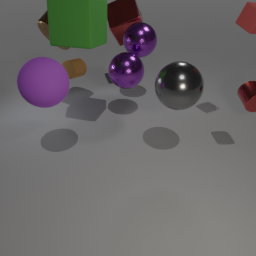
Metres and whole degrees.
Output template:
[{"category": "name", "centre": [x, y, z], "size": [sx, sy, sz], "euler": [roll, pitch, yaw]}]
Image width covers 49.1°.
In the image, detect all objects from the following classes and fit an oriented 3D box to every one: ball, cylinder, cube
[{"category": "ball", "centre": [-2.352, -1.267, 7.831], "size": [1.400, 1.400, 1.400], "euler": [0, 32, 0]}, {"category": "ball", "centre": [-0.064, -2.229, 10.891], "size": [1.400, 1.400, 1.400], "euler": [0, 32, 0]}, {"category": "cylinder", "centre": [3.801, -0.960, 8.538], "size": [0.700, 0.700, 0.700], "euler": [-3, 47, -4]}, {"category": "cube", "centre": [-0.086, -4.899, 12.787], "size": [1.400, 1.400, 1.400], "euler": [-18, 69, 13]}, {"category": "ball", "centre": [1.479, -1.218, 8.128], "size": [1.400, 1.400, 1.400], "euler": [0, 32, 0]}, {"category": "ball", "centre": [0.500, -3.635, 11.594], "size": [1.400, 1.400, 1.400], "euler": [0, 32, 0]}, {"category": "cube", "centre": [-1.534, -3.331, 8.788], "size": [1.400, 1.400, 1.400], "euler": [9, 25, 14]}, {"category": "cylinder", "centre": [-2.075, -2.289, 10.781], "size": [0.700, 0.700, 0.700], "euler": [18, 28, 27]}, {"category": "cube", "centre": [3.980, -3.430, 8.763], "size": [0.700, 0.700, 0.700], "euler": [-11, 52, -33]}, {"category": "cylinder", "centre": [-2.325, -3.852, 10.254], "size": [1.400, 1.400, 1.400], "euler": [26, 74, 35]}]
